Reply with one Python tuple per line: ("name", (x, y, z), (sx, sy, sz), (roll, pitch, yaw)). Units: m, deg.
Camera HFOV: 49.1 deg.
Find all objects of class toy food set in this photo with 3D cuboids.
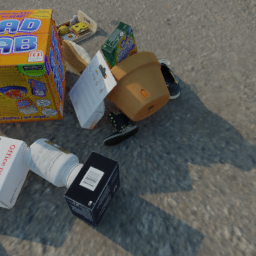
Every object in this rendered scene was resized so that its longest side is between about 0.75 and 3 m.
("toy food set", (-2.885, -4.907, 13.634), (2.373, 0.717, 1.703), (-34, 61, -22))

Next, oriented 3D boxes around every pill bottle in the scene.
("pill bottle", (-2.215, 1.233, 8.999), (1.967, 1.125, 1.125), (26, 59, 18))

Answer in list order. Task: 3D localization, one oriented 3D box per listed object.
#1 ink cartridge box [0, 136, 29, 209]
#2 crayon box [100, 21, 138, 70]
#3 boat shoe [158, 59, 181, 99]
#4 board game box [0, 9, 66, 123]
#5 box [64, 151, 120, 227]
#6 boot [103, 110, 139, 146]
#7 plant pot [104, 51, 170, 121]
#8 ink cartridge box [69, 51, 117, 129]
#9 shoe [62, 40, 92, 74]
("ink cartridge box", (-4.723, 1.219, 8.899), (2.709, 1.143, 1.961), (11, 61, 6))
("crayon box", (-0.218, -2.622, 9.860), (0.482, 1.868, 1.174), (31, 79, 19))
("boat shoe", (1.345, -2.369, 11.758), (0.988, 0.816, 2.640), (-17, 56, -12))
("board game box", (-4.050, -2.218, 10.342), (2.908, 2.906, 2.906), (-3, 55, -3))
("box", (-0.987, 1.822, 8.282), (0.935, 1.592, 1.565), (22, 57, 15))
("boot", (-0.471, -0.026, 10.255), (1.468, 0.537, 1.105), (-26, 59, -22))
("plant pot", (0.434, -1.386, 10.299), (2.387, 2.387, 1.671), (-28, 75, -19))
("ink cartridge box", (-1.219, -1.374, 10.292), (0.572, 2.281, 1.850), (12, 42, -45))
("shoe", (-2.106, -3.006, 12.282), (0.671, 0.879, 2.514), (-19, 58, -37))
